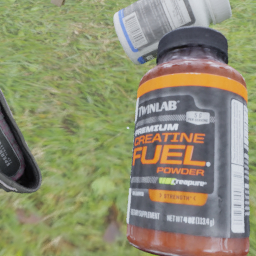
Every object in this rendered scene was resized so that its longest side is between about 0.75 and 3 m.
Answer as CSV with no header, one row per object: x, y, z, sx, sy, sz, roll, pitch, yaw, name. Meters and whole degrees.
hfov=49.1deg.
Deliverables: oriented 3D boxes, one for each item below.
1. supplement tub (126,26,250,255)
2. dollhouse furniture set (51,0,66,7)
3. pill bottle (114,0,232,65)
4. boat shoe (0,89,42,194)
0.673,0.121,3.136,1.260,1.260,2.356,4,76,3,supplement tub
-1.463,-2.957,5.235,1.147,0.762,1.005,25,34,-7,dollhouse furniture set
0.988,-2.502,6.362,2.367,1.346,1.346,-21,47,19,pill bottle
-2.083,-0.109,4.124,0.840,2.947,0.985,11,45,29,boat shoe
